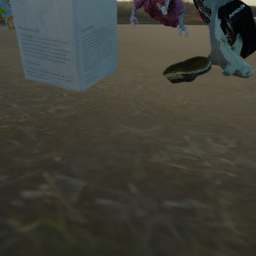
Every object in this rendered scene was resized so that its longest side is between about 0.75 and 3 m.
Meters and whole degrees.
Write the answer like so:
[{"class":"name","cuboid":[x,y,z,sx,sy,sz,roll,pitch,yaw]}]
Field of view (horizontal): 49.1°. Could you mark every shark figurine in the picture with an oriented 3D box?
[{"class":"shark figurine","cuboid":[1.772,-1.659,5.624,1.083,1.813,0.757,-34,13,-29]}]

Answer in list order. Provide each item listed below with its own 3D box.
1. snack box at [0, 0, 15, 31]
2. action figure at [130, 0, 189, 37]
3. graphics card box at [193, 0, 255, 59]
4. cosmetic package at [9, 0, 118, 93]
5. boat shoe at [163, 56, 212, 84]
[{"class":"snack box","cuboid":[-2.826,-4.417,9.012,2.786,1.981,0.738,-12,48,-2]},{"class":"action figure","cuboid":[0.593,-2.008,4.364,0.947,1.052,1.413,16,14,2]},{"class":"graphics card box","cuboid":[2.904,-3.499,8.636,0.680,1.678,2.675,-35,49,14]},{"class":"cosmetic package","cuboid":[-1.475,-2.386,6.995,1.842,2.234,1.843,17,36,22]},{"class":"boat shoe","cuboid":[0.848,-0.785,3.909,0.306,0.270,0.835,-54,28,-16]}]
